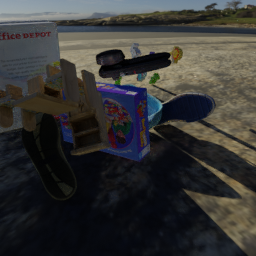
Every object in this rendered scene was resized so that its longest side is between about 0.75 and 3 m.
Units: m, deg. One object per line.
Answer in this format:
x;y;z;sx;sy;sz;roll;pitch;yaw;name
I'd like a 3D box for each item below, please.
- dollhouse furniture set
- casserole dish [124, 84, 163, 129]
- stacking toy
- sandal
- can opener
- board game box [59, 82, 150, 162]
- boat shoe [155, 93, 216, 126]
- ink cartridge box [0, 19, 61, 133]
-1.165;-0.190;5.044;1.553;1.177;1.772;-16;-13;25;dollhouse furniture set
-0.110;-0.487;8.363;1.725;0.553;2.848;-28;35;-14;casserole dish
0.776;-2.520;11.883;2.055;0.641;2.726;-3;-22;-24;stacking toy
-1.562;0.543;5.526;0.731;1.841;0.525;-20;-12;-10;sandal
0.145;-1.655;7.395;2.005;0.788;0.636;-1;63;11;can opener
-0.669;-0.259;6.853;2.410;1.620;0.540;12;31;31;board game box
1.581;-0.576;8.076;0.814;0.812;2.249;-15;6;-43;boat shoe
-3.460;-1.792;8.754;2.176;2.995;2.166;-16;29;-32;ink cartridge box
